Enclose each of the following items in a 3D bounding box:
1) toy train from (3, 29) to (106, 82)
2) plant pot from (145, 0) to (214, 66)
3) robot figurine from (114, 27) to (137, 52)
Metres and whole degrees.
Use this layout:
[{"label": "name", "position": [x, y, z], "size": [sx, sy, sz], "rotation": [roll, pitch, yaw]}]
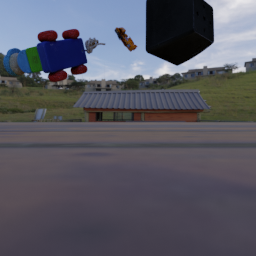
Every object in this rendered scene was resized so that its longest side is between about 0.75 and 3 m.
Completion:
[{"label": "toy train", "position": [-2.064, -2.171, 8.375], "size": [1.728, 1.264, 2.987], "rotation": [-3, 19, 24]}, {"label": "plant pot", "position": [1.828, -3.418, 9.438], "size": [1.904, 1.900, 1.689], "rotation": [8, -10, -44]}, {"label": "robot figurine", "position": [-0.106, -4.066, 12.708], "size": [0.371, 1.273, 0.923], "rotation": [-34, 9, 25]}]
